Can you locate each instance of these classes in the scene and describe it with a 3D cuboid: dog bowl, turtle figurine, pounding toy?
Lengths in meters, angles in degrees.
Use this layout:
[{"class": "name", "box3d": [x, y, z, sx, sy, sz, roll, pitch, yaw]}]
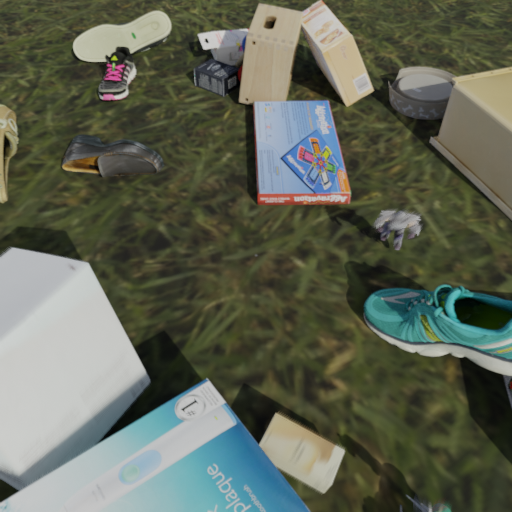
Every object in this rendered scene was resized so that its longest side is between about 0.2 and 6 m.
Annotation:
[{"class": "dog bowl", "box3d": [3.707, -3.575, 12.357, 1.649, 0.484, 1.649, 0, 44, 0]}, {"class": "turtle figurine", "box3d": [1.803, 2.839, 5.414, 0.645, 0.959, 1.281, 4, 33, -7]}, {"class": "pounding toy", "box3d": [0.139, -4.432, 12.456, 1.422, 1.842, 2.000, 12, 48, 1]}]

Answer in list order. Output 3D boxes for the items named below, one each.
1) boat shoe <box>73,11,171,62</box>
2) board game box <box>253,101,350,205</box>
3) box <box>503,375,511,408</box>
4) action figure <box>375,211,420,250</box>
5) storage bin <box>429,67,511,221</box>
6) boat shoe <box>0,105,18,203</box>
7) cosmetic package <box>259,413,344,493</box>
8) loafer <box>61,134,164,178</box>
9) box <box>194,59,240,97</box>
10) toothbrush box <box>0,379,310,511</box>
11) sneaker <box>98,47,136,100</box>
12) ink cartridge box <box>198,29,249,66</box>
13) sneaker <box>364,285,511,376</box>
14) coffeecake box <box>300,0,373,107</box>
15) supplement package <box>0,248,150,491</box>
[{"class": "boat shoe", "box3d": [-3.362, -5.422, 14.173, 2.481, 0.891, 0.839, -22, 11, -12]}, {"class": "board game box", "box3d": [0.797, -2.116, 10.988, 1.649, 0.311, 3.203, -1, 45, -1]}, {"class": "box", "box3d": [5.229, 1.763, 6.749, 4.065, 0.706, 2.237, 4, 45, 4]}, {"class": "action figure", "box3d": [2.144, -0.429, 8.535, 0.655, 1.007, 0.349, 21, 77, 11]}, {"class": "storage bin", "box3d": [5.481, -2.150, 10.243, 3.066, 1.447, 3.088, -14, 46, -15]}, {"class": "boat shoe", "box3d": [-4.765, -1.897, 10.414, 0.778, 0.902, 2.472, 4, 45, -9]}, {"class": "cosmetic package", "box3d": [0.489, 2.214, 6.309, 0.887, 0.315, 0.467, 25, 51, 9]}, {"class": "loafer", "box3d": [-2.664, -1.710, 10.378, 1.992, 0.725, 0.720, 9, 54, 21]}, {"class": "box", "box3d": [-0.894, -4.119, 12.924, 0.879, 0.458, 0.650, 28, 51, 26]}, {"class": "toothbrush box", "box3d": [-1.062, 2.858, 5.293, 2.825, 1.205, 2.068, -27, 50, -23]}, {"class": "sneaker", "box3d": [-3.205, -4.203, 12.776, 0.661, 0.784, 1.792, 5, 45, 5]}, {"class": "ink cartridge box", "box3d": [-0.600, -5.185, 13.956, 1.589, 0.536, 0.926, -8, 45, -11]}, {"class": "sneaker", "box3d": [2.463, 0.717, 7.214, 2.515, 1.002, 0.975, 6, 53, 46]}, {"class": "coffeecake box", "box3d": [1.732, -4.528, 12.495, 0.717, 1.507, 1.963, -29, 45, 10]}, {"class": "supplement package", "box3d": [-2.529, 1.246, 6.220, 1.396, 1.898, 1.815, 9, 42, 33]}]
